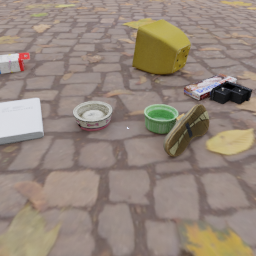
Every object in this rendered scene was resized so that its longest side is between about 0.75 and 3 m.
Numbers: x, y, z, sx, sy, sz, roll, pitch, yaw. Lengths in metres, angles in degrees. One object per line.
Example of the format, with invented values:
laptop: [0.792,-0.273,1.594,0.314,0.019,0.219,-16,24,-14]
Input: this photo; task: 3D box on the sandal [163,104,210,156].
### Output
sandal: [1.679,0.002,8.316,0.641,0.954,2.374,4,32,46]

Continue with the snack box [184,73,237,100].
snack box: [3.283,-1.668,11.126,2.280,0.277,0.820,-23,41,-30]

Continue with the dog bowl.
dog bowl: [-1.121,-0.373,9.077,1.269,0.468,1.269,0,35,0]

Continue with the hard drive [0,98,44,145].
hard drive: [-3.547,-0.278,9.090,1.437,0.291,2.179,-10,35,-14]

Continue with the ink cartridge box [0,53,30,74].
ink cartridge box: [-5.303,-2.957,12.768,1.659,0.558,0.964,-11,36,-15]

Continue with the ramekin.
ramekin: [1.030,-0.279,8.863,1.067,0.521,1.067,1,33,-1]

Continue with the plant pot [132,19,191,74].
plant pot: [1.621,-3.443,12.459,1.948,1.892,1.904,33,45,25]

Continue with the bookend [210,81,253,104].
bookend: [3.770,-1.219,10.292,1.066,0.491,1.059,-27,43,-33]
